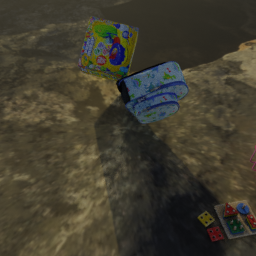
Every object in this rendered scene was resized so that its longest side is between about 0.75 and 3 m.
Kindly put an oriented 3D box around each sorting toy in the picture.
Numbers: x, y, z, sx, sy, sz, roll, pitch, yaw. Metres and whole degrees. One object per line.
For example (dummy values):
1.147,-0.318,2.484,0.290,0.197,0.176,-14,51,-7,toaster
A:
2.384,1.958,6.154,1.610,0.272,0.776,-8,45,-6,sorting toy

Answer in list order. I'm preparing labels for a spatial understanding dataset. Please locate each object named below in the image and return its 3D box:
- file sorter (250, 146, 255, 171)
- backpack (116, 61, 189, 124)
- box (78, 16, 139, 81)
3.502,1.056,6.769,0.755,0.681,1.086,2,46,1,file sorter
0.804,-0.934,7.897,1.770,1.620,1.301,-24,74,8,backpack
-0.632,-2.547,9.336,1.612,1.021,1.674,13,88,0,box
